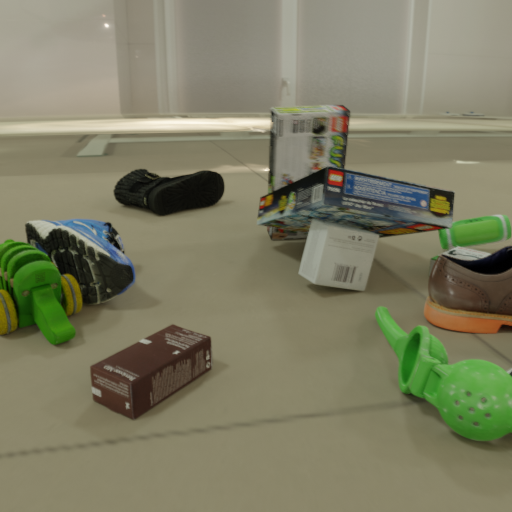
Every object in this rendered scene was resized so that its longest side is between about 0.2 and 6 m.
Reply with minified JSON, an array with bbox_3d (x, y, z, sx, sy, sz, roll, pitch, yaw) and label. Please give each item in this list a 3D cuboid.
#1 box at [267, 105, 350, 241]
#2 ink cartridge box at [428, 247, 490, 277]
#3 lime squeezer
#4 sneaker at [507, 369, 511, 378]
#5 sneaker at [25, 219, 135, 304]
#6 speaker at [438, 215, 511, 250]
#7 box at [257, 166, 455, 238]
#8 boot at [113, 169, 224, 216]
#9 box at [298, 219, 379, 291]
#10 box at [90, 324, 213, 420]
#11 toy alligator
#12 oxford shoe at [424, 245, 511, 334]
[{"bbox_3d":[0.978,-1.580,10.981,1.437,2.611,0.453,-5,31,-11],"label":"box"},{"bbox_3d":[3.396,0.166,9.296,0.890,0.370,0.653,-18,25,-40],"label":"ink cartridge box"},{"bbox_3d":[2.121,1.163,5.731,1.415,0.756,4.007,-10,20,-27],"label":"lime squeezer"},{"bbox_3d":[3.250,1.179,5.822,2.336,0.885,0.900,-13,-3,-30],"label":"sneaker"},{"bbox_3d":[-2.631,-0.120,8.956,1.323,1.166,2.968,-17,24,-35],"label":"sneaker"},{"bbox_3d":[4.024,-0.434,10.348,1.197,0.529,0.529,-9,16,11],"label":"speaker"},{"bbox_3d":[1.489,-0.773,9.469,2.131,0.621,3.113,9,-5,-17],"label":"box"},{"bbox_3d":[-2.204,-1.746,14.291,2.427,0.913,1.814,-17,24,-41],"label":"boot"},{"bbox_3d":[1.268,-0.016,8.667,0.926,0.931,0.608,9,10,-23],"label":"box"},{"bbox_3d":[-1.095,1.204,6.031,0.620,0.464,1.238,12,24,32],"label":"box"},{"bbox_3d":[-3.537,0.214,8.113,1.118,1.023,3.771,-14,23,-37],"label":"toy alligator"},{"bbox_3d":[3.731,0.430,7.430,2.843,1.036,1.014,-1,18,-2],"label":"oxford shoe"}]
